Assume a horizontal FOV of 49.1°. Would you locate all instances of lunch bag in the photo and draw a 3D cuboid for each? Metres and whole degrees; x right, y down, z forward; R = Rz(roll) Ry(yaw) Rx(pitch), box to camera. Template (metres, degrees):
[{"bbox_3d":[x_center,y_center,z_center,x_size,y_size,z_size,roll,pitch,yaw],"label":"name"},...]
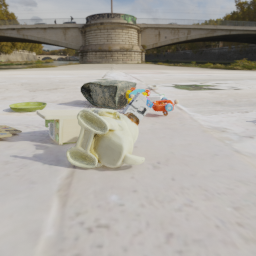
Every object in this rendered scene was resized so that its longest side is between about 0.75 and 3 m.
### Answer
[{"bbox_3d":[-0.972,-1.714,13.559,2.180,1.282,1.788,13,19,28],"label":"lunch bag"}]

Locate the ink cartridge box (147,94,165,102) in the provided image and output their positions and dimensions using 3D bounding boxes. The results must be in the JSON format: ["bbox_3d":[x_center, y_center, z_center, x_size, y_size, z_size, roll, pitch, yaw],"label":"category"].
[{"bbox_3d":[1.269,-1.358,13.659,0.879,0.507,1.203,2,13,15],"label":"ink cartridge box"}]

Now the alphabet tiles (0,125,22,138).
[{"bbox_3d":[-4.757,0.149,8.095,2.865,0.091,2.384,-7,13,-43],"label":"alphabet tiles"}]

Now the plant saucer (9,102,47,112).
[{"bbox_3d":[-4.471,-0.939,12.591,1.624,0.252,1.624,-1,15,0],"label":"plant saucer"}]

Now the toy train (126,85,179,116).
[{"bbox_3d":[0.920,-1.076,11.920,1.970,0.729,2.622,-7,27,-8],"label":"toy train"}]

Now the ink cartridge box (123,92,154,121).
[{"bbox_3d":[0.361,-0.720,10.022,0.665,0.916,0.384,37,5,-18],"label":"ink cartridge box"}]

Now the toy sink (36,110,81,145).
[{"bbox_3d":[-1.781,-0.043,7.985,1.468,0.823,0.957,-3,14,-31],"label":"toy sink"}]

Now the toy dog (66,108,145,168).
[{"bbox_3d":[-0.305,0.133,6.544,1.753,1.261,1.808,14,16,12],"label":"toy dog"}]
